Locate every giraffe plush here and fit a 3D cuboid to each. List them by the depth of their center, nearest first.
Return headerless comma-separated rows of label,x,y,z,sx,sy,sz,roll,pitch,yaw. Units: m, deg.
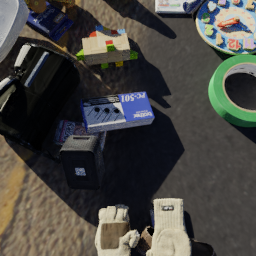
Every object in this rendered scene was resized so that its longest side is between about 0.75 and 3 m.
giraffe plush,-3.156,-4.954,10.085,1.726,1.837,2.129,-42,68,-10

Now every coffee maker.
coffee maker,-2.710,-0.798,8.791,2.814,1.973,2.929,32,75,-13

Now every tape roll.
tape roll,4.010,-1.263,9.431,2.448,0.588,2.448,0,72,-1

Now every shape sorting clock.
shape sorting clock,3.931,-3.882,10.303,2.815,0.552,2.815,0,72,0

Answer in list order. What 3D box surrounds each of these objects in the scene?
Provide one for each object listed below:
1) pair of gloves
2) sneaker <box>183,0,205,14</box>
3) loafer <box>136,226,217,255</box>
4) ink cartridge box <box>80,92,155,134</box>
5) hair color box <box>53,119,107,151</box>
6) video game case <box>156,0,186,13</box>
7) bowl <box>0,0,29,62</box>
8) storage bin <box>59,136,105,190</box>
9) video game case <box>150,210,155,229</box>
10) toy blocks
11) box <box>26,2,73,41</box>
pair of gloves,0.361,3.128,7.510,2.641,0.463,2.245,-12,67,13
sneaker,2.472,-5.116,10.714,0.935,0.654,1.619,40,69,16
loafer,1.360,3.253,7.700,2.217,0.810,0.787,8,110,3
ink cartridge box,-0.338,-0.517,8.933,2.172,0.480,1.021,-9,66,-18
hair color box,-1.516,0.233,9.006,1.546,0.468,0.773,8,72,3
video game case,1.651,-4.915,10.857,1.160,0.137,1.056,1,72,1
bowl,-4.730,-3.752,9.612,2.781,1.038,2.777,43,107,13
storage bin,-1.290,1.020,8.107,1.005,1.486,0.697,0,33,9
video game case,1.179,2.740,8.354,0.966,0.092,0.690,-9,72,2
toy blocks,-0.806,-3.011,9.907,2.070,1.034,1.415,-9,61,-4
box,-3.071,-4.128,10.530,1.808,0.293,1.095,33,75,9
